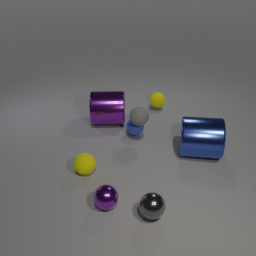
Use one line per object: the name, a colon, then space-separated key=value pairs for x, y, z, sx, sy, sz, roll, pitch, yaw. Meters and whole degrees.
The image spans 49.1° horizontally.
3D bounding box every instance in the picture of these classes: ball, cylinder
ball: x=0.281 y=-0.063 z=11.004 sx=0.700 sy=0.700 sz=0.700 roll=0 pitch=31 yaw=0
cylinder: x=-0.851 y=-0.839 z=11.745 sx=1.400 sy=1.400 sz=1.400 roll=-1 pitch=31 yaw=-2
ball: x=-1.403 y=1.156 z=9.047 sx=0.700 sy=0.700 sz=0.700 roll=0 pitch=31 yaw=0
ball: x=-0.614 y=1.932 z=7.814 sx=0.700 sy=0.700 sz=0.700 roll=0 pitch=31 yaw=0
cylinder: x=2.558 y=0.325 z=9.731 sx=1.400 sy=1.400 sz=1.400 roll=3 pitch=31 yaw=10
ball: x=1.361 y=-1.292 z=12.908 sx=0.700 sy=0.700 sz=0.700 roll=0 pitch=31 yaw=0
ball: x=0.409 y=-0.432 z=10.158 sx=0.700 sy=0.700 sz=0.700 roll=0 pitch=31 yaw=0
ball: x=0.641 y=2.055 z=7.411 sx=0.700 sy=0.700 sz=0.700 roll=0 pitch=31 yaw=0
